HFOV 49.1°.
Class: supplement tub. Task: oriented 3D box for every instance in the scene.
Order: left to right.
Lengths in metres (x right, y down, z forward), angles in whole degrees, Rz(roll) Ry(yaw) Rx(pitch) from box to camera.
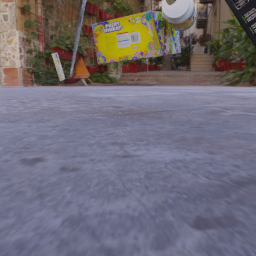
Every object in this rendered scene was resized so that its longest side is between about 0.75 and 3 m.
[{"bbox_3d":[1.737,-3.957,9.475,1.045,1.045,1.444,4,5,20],"label":"supplement tub"}]

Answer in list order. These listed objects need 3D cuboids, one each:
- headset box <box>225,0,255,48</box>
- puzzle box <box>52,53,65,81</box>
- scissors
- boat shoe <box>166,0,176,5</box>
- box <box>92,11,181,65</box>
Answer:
[{"bbox_3d":[2.873,-2.132,4.490,1.983,2.277,1.056,-33,-1,34],"label":"headset box"},{"bbox_3d":[-2.702,-2.384,10.899,0.134,1.056,0.703,-15,16,-1],"label":"puzzle box"},{"bbox_3d":[-0.701,-2.340,4.607,0.209,2.996,1.096,9,9,-30],"label":"scissors"},{"bbox_3d":[1.417,-3.936,7.854,0.341,0.395,1.088,-41,-3,-25],"label":"boat shoe"},{"bbox_3d":[0.405,-3.469,10.963,2.535,1.547,2.442,1,16,31],"label":"box"}]
